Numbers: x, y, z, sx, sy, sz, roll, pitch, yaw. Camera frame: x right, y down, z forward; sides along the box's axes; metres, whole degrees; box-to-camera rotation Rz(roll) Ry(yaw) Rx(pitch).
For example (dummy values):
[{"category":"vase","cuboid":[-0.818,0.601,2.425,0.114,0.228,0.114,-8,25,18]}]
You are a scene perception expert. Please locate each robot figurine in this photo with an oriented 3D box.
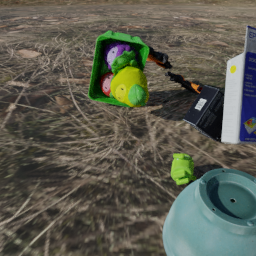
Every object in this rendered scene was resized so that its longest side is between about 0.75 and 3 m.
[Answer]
[{"category":"robot figurine","cuboid":[1.135,0.835,5.810,0.441,0.669,0.763,-24,19,27]}]

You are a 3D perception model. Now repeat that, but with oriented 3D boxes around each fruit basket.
[{"category":"fruit basket","cuboid":[-0.233,-1.509,8.404,1.761,2.441,2.441,11,28,-6]}]

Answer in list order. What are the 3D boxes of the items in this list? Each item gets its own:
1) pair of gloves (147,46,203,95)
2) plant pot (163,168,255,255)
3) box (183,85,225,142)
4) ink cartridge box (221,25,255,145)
[{"category":"pair of gloves","cuboid":[1.444,-1.985,9.511,2.714,0.336,2.418,32,8,-25]},{"category":"plant pot","cuboid":[1.440,1.349,4.112,1.738,1.164,1.738,2,37,-1]},{"category":"box","cuboid":[2.117,-0.360,7.148,0.961,1.055,0.549,32,2,-31]},{"category":"ink cartridge box","cuboid":[3.196,-0.823,6.438,2.408,2.436,0.573,3,1,-30]}]
